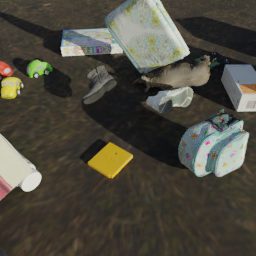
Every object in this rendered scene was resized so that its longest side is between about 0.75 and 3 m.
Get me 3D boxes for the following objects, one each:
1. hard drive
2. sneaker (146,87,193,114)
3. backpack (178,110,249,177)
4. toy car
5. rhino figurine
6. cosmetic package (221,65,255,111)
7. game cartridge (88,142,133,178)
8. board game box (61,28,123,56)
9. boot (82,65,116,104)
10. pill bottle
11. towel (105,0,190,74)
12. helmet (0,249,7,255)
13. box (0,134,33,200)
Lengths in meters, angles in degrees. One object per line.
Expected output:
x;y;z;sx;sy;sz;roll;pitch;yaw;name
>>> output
3.270;-2.576;10.956;1.207;0.228;0.843;-21;46;-22;hard drive
1.307;-0.939;8.513;1.795;0.631;0.719;-17;30;-39;sneaker
2.035;0.477;6.740;1.547;1.360;1.186;-18;40;-16;backpack
-3.827;-2.053;10.165;2.145;0.508;2.279;-25;48;-24;toy car
1.459;-1.776;9.559;2.748;0.822;1.202;-7;35;12;rhino figurine
3.857;-1.368;9.297;0.946;0.664;1.864;-1;41;-1;cosmetic package
-0.453;0.832;7.274;0.797;0.147;0.904;27;51;27;game cartridge
-1.559;-3.746;12.093;2.509;0.429;1.687;-4;42;-5;board game box
-1.047;-1.341;8.636;1.241;0.433;0.817;-37;74;-15;boot
-2.615;1.005;6.707;1.089;0.619;0.619;31;51;29;pill bottle
0.599;-3.026;9.175;2.094;2.446;0.589;-13;36;47;towel
-2.516;2.614;3.955;1.936;1.936;1.846;18;26;19;helmet
-3.776;1.026;5.529;1.838;1.566;2.874;31;65;30;box
